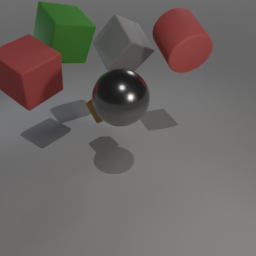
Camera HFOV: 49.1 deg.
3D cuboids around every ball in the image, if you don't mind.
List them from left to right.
[{"bbox_3d":[-0.171,-0.735,6.801,1.400,1.400,1.400,0,31,0],"label":"ball"}]

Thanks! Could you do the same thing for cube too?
[{"bbox_3d":[-2.942,-1.661,8.332,1.400,1.400,1.400,34,52,19],"label":"cube"},{"bbox_3d":[-2.134,-3.095,9.207,1.400,1.400,1.400,-12,51,-38],"label":"cube"},{"bbox_3d":[-0.685,-0.662,8.448,0.700,0.700,0.700,-33,-5,38],"label":"cube"},{"bbox_3d":[-0.170,-3.019,10.331,1.400,1.400,1.400,-2,59,-51],"label":"cube"}]

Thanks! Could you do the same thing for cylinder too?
[{"bbox_3d":[1.628,-2.657,8.525,1.400,1.400,1.400,-10,56,-17],"label":"cylinder"}]
